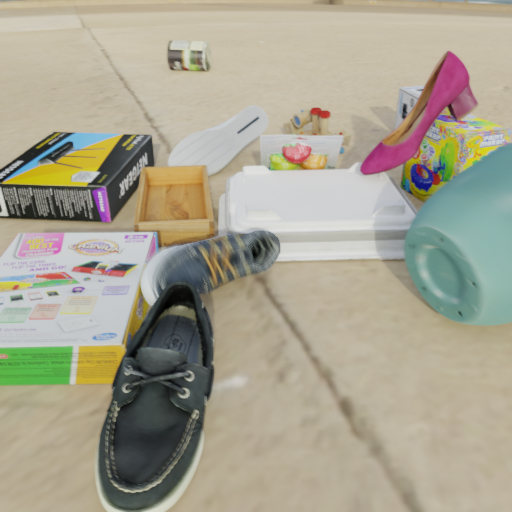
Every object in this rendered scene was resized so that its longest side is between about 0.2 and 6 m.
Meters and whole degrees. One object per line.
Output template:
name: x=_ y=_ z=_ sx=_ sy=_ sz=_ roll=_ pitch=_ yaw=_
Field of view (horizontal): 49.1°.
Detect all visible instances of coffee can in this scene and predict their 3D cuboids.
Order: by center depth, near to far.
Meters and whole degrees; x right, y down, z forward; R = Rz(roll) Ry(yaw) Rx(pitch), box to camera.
coffee can: x=-2.789 y=-8.351 z=23.379 sx=1.615 sy=1.182 sz=1.182 roll=5 pitch=30 yaw=8

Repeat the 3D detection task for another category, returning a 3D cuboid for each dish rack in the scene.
dish rack: x=1.165 y=-1.000 z=10.697 sx=3.804 sy=0.828 sz=3.265 roll=-2 pitch=30 yaw=-2

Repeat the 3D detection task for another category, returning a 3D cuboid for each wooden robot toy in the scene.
wooden robot toy: x=1.301 y=-3.176 z=14.473 sx=1.095 sy=1.063 sz=2.412 roll=-28 pitch=38 yaw=-23

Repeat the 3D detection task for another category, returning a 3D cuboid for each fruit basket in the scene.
fruit basket: x=0.914 y=-2.193 z=11.906 sx=1.670 sy=1.803 sz=0.845 roll=0 pitch=69 yaw=2

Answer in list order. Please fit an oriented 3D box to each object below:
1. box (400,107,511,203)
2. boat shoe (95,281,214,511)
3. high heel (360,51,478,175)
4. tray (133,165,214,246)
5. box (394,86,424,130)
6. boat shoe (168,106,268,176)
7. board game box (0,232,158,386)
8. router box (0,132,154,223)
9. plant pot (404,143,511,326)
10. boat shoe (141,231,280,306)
box: x=3.973 y=-1.939 z=11.394 sx=1.090 sy=1.721 sz=1.787 roll=-10 pitch=30 yaw=-18
boat shoe: x=-1.037 y=1.325 z=6.267 sx=1.160 sy=1.029 sz=3.103 roll=6 pitch=30 yaw=8
high heel: x=2.899 y=-2.682 z=10.744 sx=2.615 sy=1.257 sz=0.881 roll=-37 pitch=29 yaw=7
tray: x=-1.609 y=-1.056 z=11.075 sx=1.403 sy=0.527 sz=2.845 roll=-3 pitch=30 yaw=-6
box: x=4.439 y=-3.500 z=14.556 sx=0.706 sy=1.370 sz=2.350 roll=-6 pitch=31 yaw=-10
boat shoe: x=-0.906 y=-2.548 z=13.318 sx=2.851 sy=1.028 sz=1.011 roll=-34 pitch=3 yaw=-25
board game box: x=-2.722 y=0.595 z=8.003 sx=2.312 sy=0.609 sz=3.022 roll=0 pitch=29 yaw=-1
router box: x=-3.807 y=-1.791 z=12.018 sx=2.463 sy=0.843 sz=3.302 roll=3 pitch=29 yaw=5
plant pot: x=3.249 y=-0.141 z=7.751 sx=1.895 sy=2.362 sz=2.362 roll=-26 pitch=36 yaw=-18
boat shoe: x=-0.601 y=0.089 z=8.253 sx=1.040 sy=0.810 sz=2.290 roll=-10 pitch=12 yaw=37
